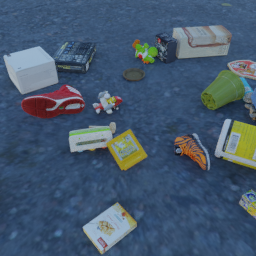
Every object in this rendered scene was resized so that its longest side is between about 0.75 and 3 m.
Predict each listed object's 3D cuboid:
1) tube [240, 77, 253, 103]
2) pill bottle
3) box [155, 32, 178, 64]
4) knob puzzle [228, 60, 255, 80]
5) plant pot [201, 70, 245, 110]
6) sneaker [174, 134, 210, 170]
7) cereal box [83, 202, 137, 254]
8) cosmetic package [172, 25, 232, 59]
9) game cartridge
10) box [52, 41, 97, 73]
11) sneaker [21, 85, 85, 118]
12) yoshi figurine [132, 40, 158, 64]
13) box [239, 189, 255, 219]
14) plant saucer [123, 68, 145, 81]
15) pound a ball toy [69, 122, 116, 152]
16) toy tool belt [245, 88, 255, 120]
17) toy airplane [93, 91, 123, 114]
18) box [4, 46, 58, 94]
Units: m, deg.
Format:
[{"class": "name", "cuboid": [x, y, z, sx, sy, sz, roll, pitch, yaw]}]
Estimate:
[{"class": "tube", "cuboid": [5.415, -1.967, 13.276, 0.820, 0.534, 2.118, 9, 36, -5]}, {"class": "pill bottle", "cuboid": [4.403, 0.690, 9.529, 2.548, 1.418, 1.418, 18, 45, 19]}, {"class": "box", "cuboid": [2.056, -4.397, 15.396, 0.660, 1.267, 1.154, -23, 46, -24]}, {"class": "knob puzzle", "cuboid": [6.268, -3.231, 14.817, 2.125, 0.295, 2.125, 0, 42, 0]}, {"class": "plant pot", "cuboid": [4.001, -1.523, 12.221, 1.422, 1.497, 1.497, -34, 50, -16]}, {"class": "sneaker", "cuboid": [2.183, 0.908, 9.937, 1.011, 0.700, 1.804, -9, 32, -4]}, {"class": "cereal box", "cuboid": [-0.511, 2.816, 7.986, 1.274, 0.252, 0.916, -30, 49, -29]}, {"class": "cosmetic package", "cuboid": [4.130, -4.944, 16.001, 2.958, 1.290, 1.529, -7, 42, -8]}, {"class": "game cartridge", "cuboid": [-0.052, 0.772, 9.850, 1.033, 0.190, 1.172, -31, 72, -7]}, {"class": "box", "cuboid": [-2.932, -3.936, 15.356, 1.947, 0.630, 2.469, 6, 42, 5]}, {"class": "sneaker", "cuboid": [-3.250, -1.210, 12.214, 2.564, 1.004, 1.481, 1, 31, -17]}, {"class": "yoshi figurine", "cuboid": [1.059, -4.297, 15.554, 1.009, 1.005, 1.795, -15, 46, -26]}, {"class": "box", "cuboid": [3.964, 2.472, 8.215, 0.429, 0.468, 1.335, -24, 46, -24]}, {"class": "plant saucer", "cuboid": [0.305, -2.723, 14.339, 1.146, 0.169, 1.146, 0, 41, 0]}, {"class": "pound a ball toy", "cuboid": [-1.263, 0.382, 10.535, 1.802, 0.766, 1.175, -8, 17, -9]}, {"class": "toy tool belt", "cuboid": [5.591, -1.011, 11.361, 1.578, 1.603, 2.568, 3, 40, -10]}, {"class": "toy airplane", "cuboid": [-0.958, -1.115, 12.020, 1.167, 0.823, 1.162, 18, 45, 19]}, {"class": "box", "cuboid": [-4.719, -2.861, 13.661, 1.916, 1.252, 1.906, -25, 47, -25]}]
